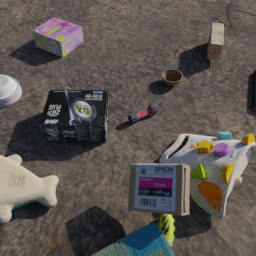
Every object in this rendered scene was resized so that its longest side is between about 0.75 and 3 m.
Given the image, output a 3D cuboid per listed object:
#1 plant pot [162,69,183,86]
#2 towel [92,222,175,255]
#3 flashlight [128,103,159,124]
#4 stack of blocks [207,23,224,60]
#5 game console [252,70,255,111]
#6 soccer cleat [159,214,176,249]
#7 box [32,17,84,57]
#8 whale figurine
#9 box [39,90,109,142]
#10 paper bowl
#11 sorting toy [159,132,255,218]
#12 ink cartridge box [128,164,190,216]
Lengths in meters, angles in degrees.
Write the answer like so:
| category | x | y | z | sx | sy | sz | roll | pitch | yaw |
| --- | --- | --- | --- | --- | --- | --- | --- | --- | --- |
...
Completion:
| category | x | y | z | sx | sy | sz | roll | pitch | yaw |
| --- | --- | --- | --- | --- | --- | --- | --- | --- | --- |
| plant pot | 2.001 | -2.244 | 12.834 | 0.954 | 0.441 | 0.954 | 0 | 50 | 0 |
| towel | -0.042 | 3.969 | 7.134 | 2.921 | 0.317 | 2.142 | -27 | 52 | -5 |
| flashlight | 0.629 | -0.622 | 11.376 | 1.329 | 0.452 | 0.450 | -22 | 83 | -24 |
| stack of blocks | 4.393 | -4.272 | 14.138 | 0.583 | 1.147 | 1.992 | 10 | 50 | 9 |
| game console | 6.819 | -1.537 | 12.298 | 2.506 | 0.440 | 2.833 | 10 | 49 | 16 |
| soccer cleat | 0.907 | 3.229 | 7.916 | 0.847 | 0.655 | 2.025 | 3 | 49 | 9 |
| box | -3.667 | -4.816 | 14.746 | 1.947 | 0.941 | 1.713 | 26 | 54 | 20 |
| whale figurine | -3.705 | 1.948 | 8.762 | 2.882 | 1.495 | 2.293 | 11 | 47 | -23 |
| box | -1.984 | -0.489 | 10.906 | 2.364 | 1.018 | 1.936 | 1 | 49 | 1 |
| paper bowl | -5.499 | -1.683 | 12.100 | 1.578 | 0.821 | 1.578 | -1 | 48 | 1 |
| sorting toy | 2.607 | 1.022 | 9.582 | 2.688 | 1.595 | 2.986 | 16 | 48 | 39 |
| ink cartridge box | 0.878 | 1.724 | 8.022 | 1.676 | 0.630 | 1.381 | -5 | 76 | 31 |
